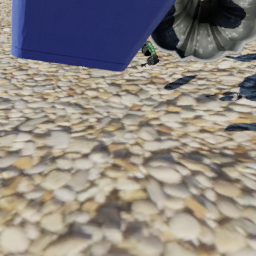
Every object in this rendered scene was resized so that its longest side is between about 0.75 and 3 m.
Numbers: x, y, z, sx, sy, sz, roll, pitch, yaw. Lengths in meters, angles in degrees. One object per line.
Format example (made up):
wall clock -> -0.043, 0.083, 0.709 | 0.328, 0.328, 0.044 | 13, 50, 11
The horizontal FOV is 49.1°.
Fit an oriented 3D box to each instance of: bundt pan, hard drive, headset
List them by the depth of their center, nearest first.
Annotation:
hard drive -> -0.329, -1.354, 2.836 | 1.562, 2.368, 0.300 | 3, 70, -22
bundt pan -> 1.605, -2.820, 6.037 | 2.955, 2.955, 1.109 | 7, 7, 11
headset -> 0.457, -1.629, 6.377 | 0.409, 0.538, 0.871 | -24, -7, 0
